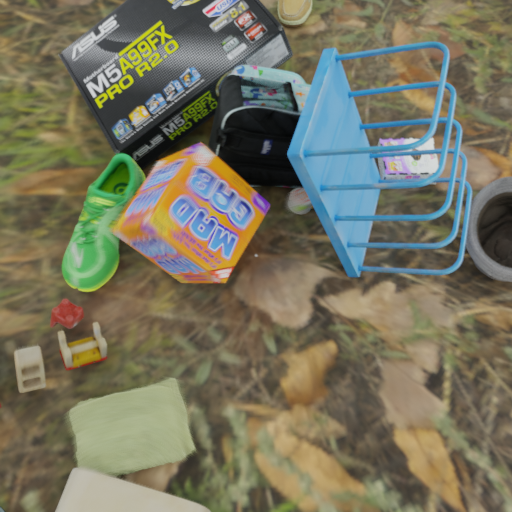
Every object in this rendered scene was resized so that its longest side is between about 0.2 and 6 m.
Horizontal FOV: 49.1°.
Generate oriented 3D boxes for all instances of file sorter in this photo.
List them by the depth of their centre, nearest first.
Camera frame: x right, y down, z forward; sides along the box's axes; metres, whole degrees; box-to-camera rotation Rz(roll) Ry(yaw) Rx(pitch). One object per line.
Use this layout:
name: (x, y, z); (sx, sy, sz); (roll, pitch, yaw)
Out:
file sorter: (1.996, -1.288, 8.173); (1.807, 2.945, 2.044); (1, 57, 29)

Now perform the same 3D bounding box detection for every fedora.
fedora: (4.131, -0.298, 9.100); (1.597, 0.815, 1.806); (18, 68, 12)

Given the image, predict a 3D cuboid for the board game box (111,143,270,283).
board game box: (-0.991, -0.573, 8.443); (1.445, 1.444, 1.444); (40, 67, -25)

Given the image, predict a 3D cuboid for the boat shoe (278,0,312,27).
boat shoe: (0.913, -5.969, 12.330); (0.751, 0.798, 2.096); (8, 61, 5)

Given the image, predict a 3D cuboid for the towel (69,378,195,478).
towel: (-1.742, 2.449, 7.842); (1.591, 0.290, 1.180); (-13, 62, -10)

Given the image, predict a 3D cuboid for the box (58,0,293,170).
box: (-1.568, -3.718, 10.347); (3.593, 0.795, 2.879); (-35, 66, 5)

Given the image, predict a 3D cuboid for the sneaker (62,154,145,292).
sneaker: (-2.560, -0.613, 9.121); (0.914, 1.032, 2.469); (12, 66, 6)

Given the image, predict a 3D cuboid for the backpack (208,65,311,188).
backpack: (0.364, -2.090, 9.475); (2.202, 1.955, 1.658); (6, 55, -10)

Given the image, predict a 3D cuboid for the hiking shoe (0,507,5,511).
hiking shoe: (-3.276, 4.205, 6.246); (1.139, 1.327, 3.062); (-13, 61, -7)

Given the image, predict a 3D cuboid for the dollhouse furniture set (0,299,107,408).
dollhouse furniture set: (-3.453, 1.396, 8.170); (2.255, 0.917, 1.213); (-13, 50, -27)

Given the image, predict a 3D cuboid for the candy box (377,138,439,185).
candy box: (2.753, -1.713, 10.170); (0.993, 0.355, 0.833); (-1, 60, 0)

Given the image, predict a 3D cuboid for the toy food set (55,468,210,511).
toy food set: (-1.694, 3.674, 7.063); (1.979, 0.598, 1.420); (16, 57, 2)

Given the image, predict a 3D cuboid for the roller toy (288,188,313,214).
roller toy: (0.777, -0.949, 9.758); (0.457, 0.320, 0.417); (-29, 63, -28)
